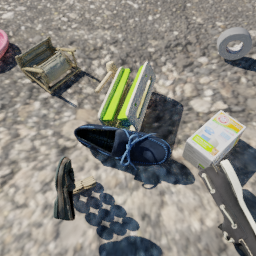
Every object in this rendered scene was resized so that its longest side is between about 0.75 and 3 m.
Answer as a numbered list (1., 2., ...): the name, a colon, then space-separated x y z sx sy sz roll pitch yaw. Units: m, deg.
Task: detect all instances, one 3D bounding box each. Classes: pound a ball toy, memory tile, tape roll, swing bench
1. pound a ball toy: -0.144 -1.015 9.023 1.762 1.148 2.702 -4 49 30
2. memory tile: -1.269 1.473 6.967 0.972 1.268 0.106 -21 92 -11
3. tape roll: 3.926 -3.098 10.342 1.188 1.188 0.392 3 54 3
4. swing bench: -2.785 -2.265 9.882 1.542 1.000 1.534 31 59 27

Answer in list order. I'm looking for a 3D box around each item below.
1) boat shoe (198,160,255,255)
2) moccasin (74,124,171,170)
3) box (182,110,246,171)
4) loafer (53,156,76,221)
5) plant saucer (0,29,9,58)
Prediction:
1. boat shoe: 2.494 2.152 6.535 0.856 1.048 2.836 -22 66 11
2. moccasin: -0.242 0.531 7.654 2.735 0.932 1.100 8 89 16
3. box: 2.427 0.390 7.957 1.620 0.821 0.911 -37 62 -24
4. loafer: -1.267 1.312 5.966 0.458 1.456 0.523 13 18 12
5. plant saucer: -5.597 -3.081 10.749 2.060 0.522 2.060 0 54 0
